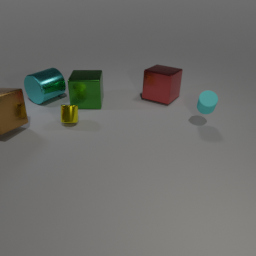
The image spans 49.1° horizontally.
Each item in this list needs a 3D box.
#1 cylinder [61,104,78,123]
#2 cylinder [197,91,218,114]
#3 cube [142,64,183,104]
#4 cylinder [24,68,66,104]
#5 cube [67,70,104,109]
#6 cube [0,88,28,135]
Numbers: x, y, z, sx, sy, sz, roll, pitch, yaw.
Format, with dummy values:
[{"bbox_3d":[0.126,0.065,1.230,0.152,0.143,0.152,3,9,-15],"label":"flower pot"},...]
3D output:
[{"bbox_3d":[-2.376,-0.587,11.358,0.700,0.700,0.700,2,8,0],"label":"cylinder"},{"bbox_3d":[3.049,-0.978,10.799,0.700,0.700,0.700,-2,68,5],"label":"cylinder"},{"bbox_3d":[1.635,-2.120,13.377,1.400,1.400,1.400,17,30,26],"label":"cube"},{"bbox_3d":[-3.920,-2.011,13.270,1.400,1.400,1.400,21,36,32],"label":"cylinder"},{"bbox_3d":[-1.899,-1.786,12.901,1.400,1.400,1.400,0,30,0],"label":"cube"},{"bbox_3d":[-4.870,-0.684,10.546,1.400,1.400,1.400,6,22,24],"label":"cube"}]
